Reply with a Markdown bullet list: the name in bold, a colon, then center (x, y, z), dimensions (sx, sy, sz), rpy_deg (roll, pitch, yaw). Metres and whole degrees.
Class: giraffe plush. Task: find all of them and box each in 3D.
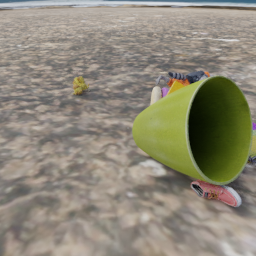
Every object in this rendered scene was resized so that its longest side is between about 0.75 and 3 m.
- **giraffe plush**: center (-2.352, -1.921, 13.374), dimensions (0.898, 0.775, 0.728), rpy_deg (39, 46, -3)

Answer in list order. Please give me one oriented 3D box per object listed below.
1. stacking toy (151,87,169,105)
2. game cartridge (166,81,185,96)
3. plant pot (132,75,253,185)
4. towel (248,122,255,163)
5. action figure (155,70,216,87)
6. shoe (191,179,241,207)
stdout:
- **stacking toy**: center (2.394, -0.907, 11.005), dimensions (2.925, 1.249, 1.249), rpy_deg (4, 29, -1)
- **game cartridge**: center (1.954, -0.764, 10.301), dimensions (1.387, 0.255, 1.573), rpy_deg (32, 73, -1)
- **plant pot**: center (1.479, 0.091, 7.937), dimensions (2.661, 2.661, 2.844), rpy_deg (-23, 12, -35)
- **towel**: center (3.942, 0.265, 9.730), dimensions (1.949, 0.309, 2.714), rpy_deg (-14, 32, -23)
- **action figure**: center (2.941, -1.905, 12.347), dimensions (2.604, 1.408, 2.692), rpy_deg (-14, 30, -25)
- **shoe**: center (2.195, 1.666, 7.117), dimensions (0.577, 0.453, 1.268), rpy_deg (-17, 28, -25)
